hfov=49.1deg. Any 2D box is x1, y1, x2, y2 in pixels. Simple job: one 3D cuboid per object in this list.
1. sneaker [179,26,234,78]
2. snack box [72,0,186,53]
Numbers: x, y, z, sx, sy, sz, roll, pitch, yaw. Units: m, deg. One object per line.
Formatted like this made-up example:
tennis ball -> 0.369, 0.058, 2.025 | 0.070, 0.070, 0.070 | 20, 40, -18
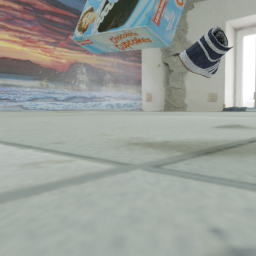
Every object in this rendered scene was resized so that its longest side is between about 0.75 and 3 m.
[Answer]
sneaker -> 2.632, -2.281, 8.597 | 1.322, 0.854, 2.438 | -39, -16, 32
snack box -> 0.288, -2.572, 4.188 | 0.543, 2.925, 1.699 | 25, -9, -42
